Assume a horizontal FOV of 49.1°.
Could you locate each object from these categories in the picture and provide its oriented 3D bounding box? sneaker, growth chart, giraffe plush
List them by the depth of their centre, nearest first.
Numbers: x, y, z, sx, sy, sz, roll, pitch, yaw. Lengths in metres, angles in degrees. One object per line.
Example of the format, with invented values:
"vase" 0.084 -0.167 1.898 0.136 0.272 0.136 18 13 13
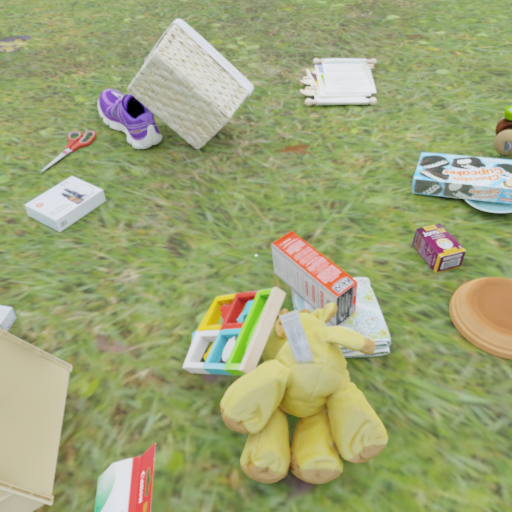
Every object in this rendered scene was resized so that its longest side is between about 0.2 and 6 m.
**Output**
"giraffe plush" 0.575 1.602 7.795 2.104 2.438 1.977 -2 13 -1
"sneaker" -3.161 -3.698 14.086 1.050 1.087 2.605 -27 48 -27
"growth chart" 2.417 -5.111 16.263 2.256 0.276 3.118 4 42 5

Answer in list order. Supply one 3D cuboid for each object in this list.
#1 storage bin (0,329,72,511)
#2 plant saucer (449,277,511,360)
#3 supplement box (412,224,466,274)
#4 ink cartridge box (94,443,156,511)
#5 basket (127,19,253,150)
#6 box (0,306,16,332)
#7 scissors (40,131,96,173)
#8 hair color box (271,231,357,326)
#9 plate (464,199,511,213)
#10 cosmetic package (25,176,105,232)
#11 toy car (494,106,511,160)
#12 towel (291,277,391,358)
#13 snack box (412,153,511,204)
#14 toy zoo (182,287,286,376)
"storage bin" -3.466 1.998 6.914 0.963 2.040 2.055 -33 39 21
"plant saucer" 4.220 0.959 9.474 1.789 0.335 1.789 0 41 0
"supplement box" 3.451 -0.150 10.614 0.569 0.449 0.869 -14 44 -15
"ink cartridge box" -1.620 2.900 6.780 0.285 1.136 0.914 24 35 -24
"basket" -1.568 -3.959 13.244 2.427 1.645 1.497 38 48 -19
"box" -4.388 1.095 9.355 0.488 0.278 0.530 9 42 9
"scissors" -4.479 -2.530 13.489 0.713 0.136 1.948 7 41 5
"hair color box" 0.932 0.356 9.173 0.478 0.792 1.561 -32 52 -22
"plate" 5.115 -1.226 11.926 1.382 0.177 1.382 -6 36 4
"cosmetic package" -4.000 -1.116 11.783 0.980 0.336 1.300 22 47 26
"toy car" 5.973 -2.623 12.993 1.031 1.073 1.306 21 56 22
"towel" 1.377 1.021 9.378 1.405 0.395 1.641 -2 42 -7
"snack box" 4.604 -1.715 12.188 2.175 0.403 1.264 9 40 20
"toy zoo" -0.448 1.155 8.424 1.988 0.203 1.304 -13 46 54
